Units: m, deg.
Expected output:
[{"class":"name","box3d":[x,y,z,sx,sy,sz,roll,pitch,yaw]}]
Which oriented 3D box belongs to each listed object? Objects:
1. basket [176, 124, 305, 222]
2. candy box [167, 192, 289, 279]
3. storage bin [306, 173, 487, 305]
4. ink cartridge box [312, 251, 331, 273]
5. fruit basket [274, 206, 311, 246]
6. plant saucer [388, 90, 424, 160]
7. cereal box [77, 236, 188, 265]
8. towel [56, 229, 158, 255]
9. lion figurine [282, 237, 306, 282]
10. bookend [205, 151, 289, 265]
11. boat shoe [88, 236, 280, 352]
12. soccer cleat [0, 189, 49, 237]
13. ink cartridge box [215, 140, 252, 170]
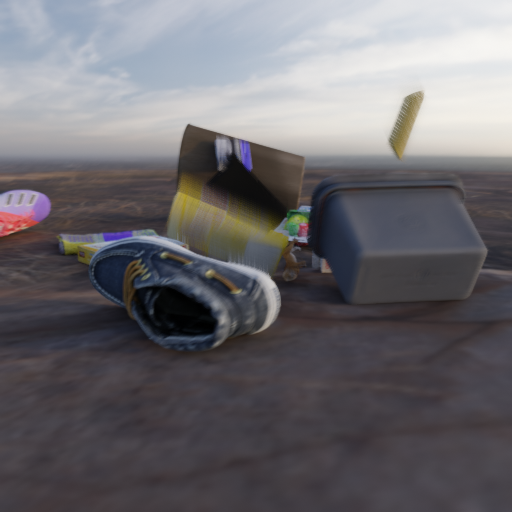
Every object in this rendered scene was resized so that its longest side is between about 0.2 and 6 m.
[{"class":"basket","box3d":[-0.385,-2.137,15.912,3.327,2.999,2.262,8,48,3]},{"class":"candy box","box3d":[-0.481,-0.312,9.031,1.888,0.965,0.249,23,53,0]},{"class":"storage bin","box3d":[2.076,-0.084,8.325,2.375,1.729,1.595,-1,39,-7]},{"class":"ink cartridge box","box3d":[1.576,-0.124,10.000,1.161,0.746,0.727,2,11,3]},{"class":"fruit basket","box3d":[1.144,-0.623,12.509,1.527,0.773,1.649,4,15,20]},{"class":"plant saucer","box3d":[2.110,-1.870,7.996,0.227,0.935,0.935,20,11,12]},{"class":"cereal box","box3d":[-2.351,-0.076,10.783,1.748,0.346,1.258,-10,15,-41]},{"class":"towel","box3d":[-3.172,-0.327,12.272,2.281,0.260,1.638,-4,11,-18]},{"class":"lion figurine","box3d":[0.568,0.058,9.216,0.423,0.691,0.250,-18,-19,2]},{"class":"bookend","box3d":[-0.453,-0.798,9.699,1.418,1.427,0.657,44,1,-15]},{"class":"boat shoe","box3d":[-1.238,0.378,6.734,2.878,1.018,1.306,9,10,29]},{"class":"soccer cleat","box3d":[-6.040,-0.824,13.061,1.231,1.147,3.364,21,21,25]},{"class":"ink cartridge box","box3d":[-0.582,-2.650,14.608,0.897,0.889,0.195,-2,-31,-11]}]
